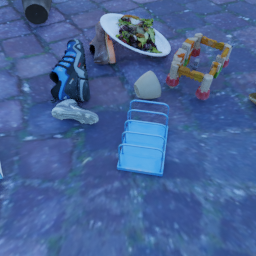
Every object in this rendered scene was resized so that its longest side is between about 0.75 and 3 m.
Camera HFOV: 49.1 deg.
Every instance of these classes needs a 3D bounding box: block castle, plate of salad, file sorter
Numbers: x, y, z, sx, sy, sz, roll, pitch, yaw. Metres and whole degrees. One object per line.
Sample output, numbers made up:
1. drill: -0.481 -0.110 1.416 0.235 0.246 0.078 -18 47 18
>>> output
1. block castle: 2.372 -2.044 9.398 1.544 1.084 2.311 26 55 17
2. plate of salad: 0.381 -3.695 10.633 2.918 0.701 2.918 17 40 -15
3. file sorter: 0.448 0.200 7.343 1.173 1.037 1.691 8 48 6

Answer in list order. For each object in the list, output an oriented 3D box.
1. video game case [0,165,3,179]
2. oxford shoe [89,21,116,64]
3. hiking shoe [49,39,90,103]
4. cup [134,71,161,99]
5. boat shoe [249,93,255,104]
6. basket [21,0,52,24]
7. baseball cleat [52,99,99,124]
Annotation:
1. video game case: -4.288 0.875 7.145 1.808 0.411 1.639 -19 51 -17
2. oxford shoe: -1.107 -3.326 10.720 0.877 0.858 2.406 -12 49 -4
3. hiking shoe: -2.022 -2.052 9.361 1.260 1.081 2.906 -7 48 -8
4. cup: 0.560 -1.276 8.829 0.634 0.886 0.886 -23 51 -12
5. boat shoe: 4.265 -0.645 8.484 0.540 0.484 1.458 -21 35 -17
6. basket: -4.106 -5.564 12.489 1.583 1.194 1.756 22 41 -40
7. baseball cleat: -1.527 -0.543 8.376 1.463 0.510 0.779 9 48 7
